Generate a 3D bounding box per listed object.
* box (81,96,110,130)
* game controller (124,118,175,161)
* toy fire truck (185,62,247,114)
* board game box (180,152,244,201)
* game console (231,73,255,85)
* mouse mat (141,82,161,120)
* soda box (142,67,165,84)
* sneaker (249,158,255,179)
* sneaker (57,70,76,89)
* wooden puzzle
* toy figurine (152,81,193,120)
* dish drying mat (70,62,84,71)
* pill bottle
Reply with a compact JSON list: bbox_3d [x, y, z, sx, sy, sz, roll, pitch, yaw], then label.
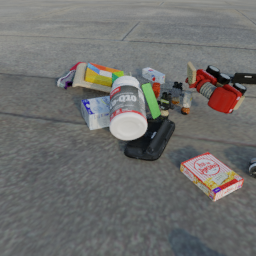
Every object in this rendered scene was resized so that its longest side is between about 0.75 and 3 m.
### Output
[{"bbox_3d":[-1.074,-0.672,11.652,1.449,0.760,1.332,-11,35,-19],"label":"box"},{"bbox_3d":[0.856,0.358,10.451,1.349,0.545,2.586,-1,29,27],"label":"game controller"},{"bbox_3d":[3.016,-1.560,10.424,2.339,1.505,2.059,-11,46,-38],"label":"toy fire truck"},{"bbox_3d":[2.587,1.467,8.774,1.171,0.358,1.546,-18,37,-25],"label":"board game box"},{"bbox_3d":[6.208,-2.752,14.854,1.348,1.185,0.784,4,62,7],"label":"game console"},{"bbox_3d":[0.924,-1.083,10.993,0.054,1.426,1.147,-19,5,25],"label":"mouse mat"},{"bbox_3d":[1.385,-2.834,15.202,0.451,0.483,1.417,-22,39,-30],"label":"soda box"},{"bbox_3d":[4.822,1.242,8.847,1.903,0.703,0.754,7,29,10],"label":"sneaker"},{"bbox_3d":[-3.005,-2.487,14.766,0.697,0.592,1.592,32,48,12],"label":"sneaker"},{"bbox_3d":[-1.223,-2.620,14.417,2.985,0.556,2.762,7,33,-9],"label":"wooden puzzle"},{"bbox_3d":[1.860,-1.207,12.219,1.681,1.188,1.708,-6,32,-20],"label":"toy figurine"},{"bbox_3d":[-2.998,-3.668,16.811,0.525,0.124,1.366,8,33,11],"label":"dish drying mat"},{"bbox_3d":[-0.035,-0.806,10.330,1.307,1.307,2.295,-2,47,-3],"label":"pill bottle"}]
